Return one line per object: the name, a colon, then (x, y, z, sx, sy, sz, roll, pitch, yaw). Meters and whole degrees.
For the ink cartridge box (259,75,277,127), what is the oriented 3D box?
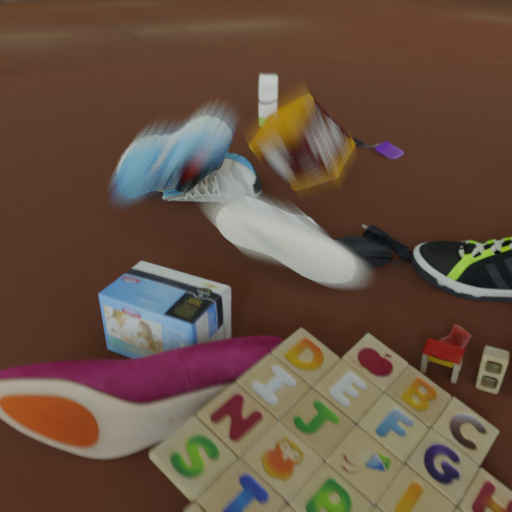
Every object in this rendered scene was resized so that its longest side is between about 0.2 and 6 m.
ink cartridge box: (0.312, -4.009, 14.490, 0.482, 1.147, 0.834, 1, 31, 2)

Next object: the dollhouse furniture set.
dollhouse furniture set: (2.817, 1.094, 6.443, 1.607, 0.654, 0.865, 15, 34, 24)

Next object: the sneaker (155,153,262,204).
sneaker: (-1.121, -1.313, 10.359, 2.652, 0.994, 1.149, 12, 38, 35)

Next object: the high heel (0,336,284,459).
high heel: (-1.101, 1.288, 5.861, 3.044, 1.026, 1.463, 11, 32, -3)

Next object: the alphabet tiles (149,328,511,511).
alphabet tiles: (0.792, 1.953, 4.819, 2.692, 0.102, 3.235, 37, 44, 23)

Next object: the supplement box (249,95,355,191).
supplement box: (0.692, -1.673, 8.508, 1.051, 1.065, 0.707, -9, 46, 57)

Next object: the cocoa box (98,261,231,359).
cocoa box: (-1.076, 0.760, 6.764, 1.331, 0.887, 0.873, 14, 34, 23)

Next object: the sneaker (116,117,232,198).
sneaker: (-1.447, -1.472, 9.260, 2.227, 0.873, 1.002, -21, 49, 25)

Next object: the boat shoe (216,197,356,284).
boat shoe: (0.496, -0.296, 8.076, 2.174, 0.783, 0.745, 19, 48, 25)

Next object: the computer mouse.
computer mouse: (1.588, -0.118, 8.699, 1.594, 0.420, 1.104, -18, 36, -27)

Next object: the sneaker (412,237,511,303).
sneaker: (3.708, -0.018, 7.743, 2.948, 1.221, 1.057, 12, 33, 19)

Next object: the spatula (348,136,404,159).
spatula: (2.598, -2.591, 13.067, 1.725, 0.177, 0.487, 26, 46, 38)
